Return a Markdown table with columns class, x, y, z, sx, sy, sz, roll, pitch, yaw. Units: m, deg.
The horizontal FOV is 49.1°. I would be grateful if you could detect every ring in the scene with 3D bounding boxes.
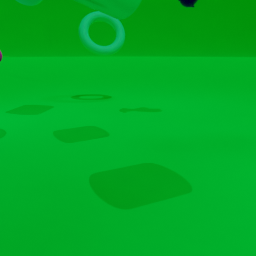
| class | x | y | z | sx | sy | sz | roll | pitch | yaw |
| --- | --- | --- | --- | --- | --- | --- | --- | --- | --- |
| ring | -0.950 | -3.482 | 10.319 | 1.726 | 1.726 | 0.345 | -4 | -9 | -15 |

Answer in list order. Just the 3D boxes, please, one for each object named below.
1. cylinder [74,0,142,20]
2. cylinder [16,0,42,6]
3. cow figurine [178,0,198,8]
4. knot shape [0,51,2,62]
| class | x | y | z | sx | sy | sz | roll | pitch | yaw |
| --- | --- | --- | --- | --- | --- | --- | --- | --- | --- |
| cylinder | -0.377 | -2.494 | 4.678 | 1.030 | 1.030 | 1.030 | 7 | 8 | -40 |
| cylinder | -2.354 | -3.893 | 6.920 | 1.221 | 1.221 | 1.221 | 6 | 52 | 22 |
| cow figurine | 1.218 | -3.495 | 7.080 | 1.224 | 1.244 | 0.683 | -39 | 10 | 0 |
| knot shape | -3.053 | -2.080 | 5.065 | 1.801 | 1.686 | 0.832 | 31 | 47 | 5 |
